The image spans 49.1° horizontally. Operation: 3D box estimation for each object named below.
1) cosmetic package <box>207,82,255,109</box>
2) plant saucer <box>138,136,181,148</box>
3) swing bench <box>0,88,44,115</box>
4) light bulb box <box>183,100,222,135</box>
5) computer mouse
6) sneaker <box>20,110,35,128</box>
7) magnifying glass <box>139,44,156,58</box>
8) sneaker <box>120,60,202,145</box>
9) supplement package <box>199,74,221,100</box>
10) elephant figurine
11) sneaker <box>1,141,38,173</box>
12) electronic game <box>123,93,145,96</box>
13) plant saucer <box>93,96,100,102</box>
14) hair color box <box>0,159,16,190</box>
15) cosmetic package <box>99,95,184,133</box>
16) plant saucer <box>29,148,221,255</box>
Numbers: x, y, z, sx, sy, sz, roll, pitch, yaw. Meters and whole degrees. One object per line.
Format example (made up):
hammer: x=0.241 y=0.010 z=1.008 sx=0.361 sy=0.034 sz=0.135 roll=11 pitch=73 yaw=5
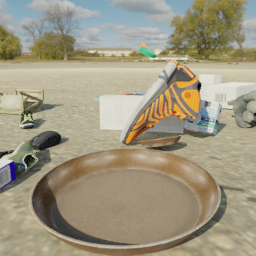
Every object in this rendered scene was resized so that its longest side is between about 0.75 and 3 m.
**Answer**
cosmetic package: x=5.060 y=-1.624 z=13.564 sx=1.450 sy=1.042 sz=2.569 roll=11 pitch=19 yaw=41
plant saucer: x=0.834 y=0.365 z=7.267 sx=1.118 sy=0.205 sz=1.118 roll=-8 pitch=-2 yaw=0
swing bench: x=-4.738 y=-1.174 z=12.072 sx=1.581 sy=1.031 sz=1.589 roll=5 pitch=11 yaw=19
light bulb box: x=2.320 y=-0.352 z=8.683 sx=0.942 sy=0.951 sz=0.593 roll=12 pitch=-2 yaw=30
computer mouse: x=-2.642 y=0.429 z=7.218 sx=0.667 sy=0.387 sz=2.275 roll=10 pitch=19 yaw=31
sneaker: x=-3.561 y=-0.342 z=9.773 sx=0.467 sy=0.539 sz=1.302 roll=-7 pitch=16 yaw=-23
magnifying glass: x=0.416 y=-1.799 z=6.454 sx=0.406 sy=0.114 sz=1.020 roll=19 pitch=22 yaw=-13
sneaker: x=0.967 y=-0.349 z=7.406 sx=1.470 sy=2.623 sz=1.018 roll=36 pitch=15 yaw=-2
supplement package: x=4.077 y=-1.976 z=14.123 sx=0.832 sy=1.389 sz=0.842 roll=14 pitch=15 yaw=42
elephant figurine: x=4.727 y=-0.522 z=9.631 sx=1.936 sy=1.502 sz=1.370 roll=7 pitch=-30 yaw=-13
sneaker: x=-2.286 y=0.681 z=6.290 sx=0.596 sy=0.445 sz=1.328 roll=9 pitch=15 yaw=3
electronic game: x=0.386 y=-1.794 z=15.642 sx=1.460 sy=0.304 sz=1.460 roll=0 pitch=16 yaw=0
plant saucer: x=-1.320 y=-1.547 z=14.934 sx=1.118 sy=0.201 sz=1.118 roll=0 pitch=15 yaw=0
hair color box: x=-3.024 y=0.886 z=5.365 sx=1.449 sy=0.470 sz=0.792 roll=6 pitch=17 yaw=14
cosmetic package: x=0.468 y=-0.492 z=9.250 sx=2.739 sy=1.131 sz=0.694 roll=3 pitch=12 yaw=10
plant saucer: x=-0.044 y=1.060 z=4.509 sx=2.901 sy=0.465 sz=2.901 roll=-1 pitch=17 yaw=0
